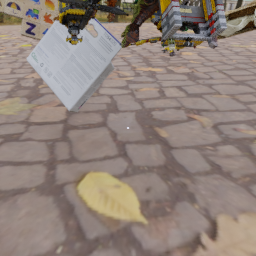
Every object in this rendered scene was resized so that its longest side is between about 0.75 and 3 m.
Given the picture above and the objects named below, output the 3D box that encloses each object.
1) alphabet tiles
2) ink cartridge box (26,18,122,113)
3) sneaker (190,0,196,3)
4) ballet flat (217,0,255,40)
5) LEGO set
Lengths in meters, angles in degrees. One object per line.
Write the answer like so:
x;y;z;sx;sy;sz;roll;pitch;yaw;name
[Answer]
-2.463;-3.556;7.958;2.833;2.368;0.107;8;-17;-31;alphabet tiles
-1.281;-1.747;6.777;1.957;1.993;0.432;49;14;18;ink cartridge box
2.191;-5.216;10.482;0.465;1.232;0.709;-26;-10;9;sneaker
2.961;-2.622;6.835;2.294;0.809;0.749;-9;37;39;ballet flat
0.142;-1.745;4.504;2.838;1.644;2.182;-2;-10;-25;LEGO set
